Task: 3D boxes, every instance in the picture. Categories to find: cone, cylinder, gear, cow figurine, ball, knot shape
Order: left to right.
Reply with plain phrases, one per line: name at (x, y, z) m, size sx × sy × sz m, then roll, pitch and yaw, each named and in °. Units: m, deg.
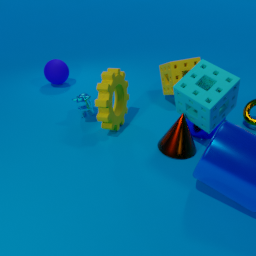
ball at (-2.837, -2.232, 11.131) m, size 0.988 × 0.988 × 0.988 m, roll 0°, pitch 31°, yaw 0°
cow figurine at (-1.397, -0.819, 8.841) m, size 0.582 × 1.044 × 1.061 m, roll -11°, pitch 47°, yaw -2°
gear at (-0.416, -0.820, 8.137) m, size 0.326 × 1.761 × 1.761 m, roll 6°, pitch 32°, yaw 19°
cone at (1.364, 0.072, 7.355) m, size 1.063 × 1.067 × 1.063 m, roll 3°, pitch 31°, yaw -2°
cylinder at (2.279, -0.442, 8.173) m, size 1.131 × 1.131 × 1.131 m, roll 0°, pitch 32°, yaw 0°
cylinder at (2.259, 0.751, 5.714) m, size 1.385 × 1.385 × 1.385 m, roll 30°, pitch 40°, yaw 18°
knot shape at (4.161, -0.401, 8.162) m, size 1.242 × 1.327 × 0.613 m, roll 56°, pitch 39°, yaw 5°

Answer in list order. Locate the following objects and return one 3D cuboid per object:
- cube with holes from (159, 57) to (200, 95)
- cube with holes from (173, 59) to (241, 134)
cube with holes at (1.821, -1.757, 9.636) m, size 1.062 × 1.062 × 1.062 m, roll -12°, pitch 9°, yaw -12°
cube with holes at (1.923, -0.774, 6.917) m, size 1.080 × 1.080 × 1.080 m, roll -43°, pitch 58°, yaw -13°
